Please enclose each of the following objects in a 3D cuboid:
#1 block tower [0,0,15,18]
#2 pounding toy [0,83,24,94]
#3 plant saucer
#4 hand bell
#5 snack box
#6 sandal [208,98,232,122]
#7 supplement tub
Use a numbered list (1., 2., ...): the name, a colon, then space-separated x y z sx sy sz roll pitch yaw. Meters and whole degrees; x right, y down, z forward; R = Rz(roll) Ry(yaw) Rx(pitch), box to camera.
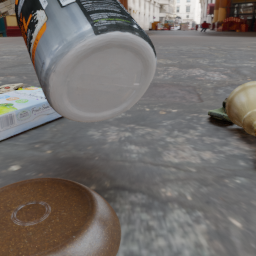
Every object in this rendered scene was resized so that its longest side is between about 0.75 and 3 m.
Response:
1. block tower: -3.308 -3.624 6.463 0.591 2.044 0.552 7 41 38
2. pounding toy: -3.828 -1.182 8.695 0.975 0.978 1.705 1 21 14
3. plant saucer: -1.183 1.190 3.487 2.203 0.403 2.203 1 21 0
4. hand bell: 2.700 0.114 5.670 1.272 1.272 2.443 5 33 13
5. snack box: -2.914 -0.500 7.409 1.731 0.645 2.434 14 25 31
6. sandal: 2.931 -0.614 7.784 2.064 0.589 0.819 -19 28 -40
7. supplement tub: -0.700 -1.305 3.804 1.400 1.400 2.285 -11 51 -25
